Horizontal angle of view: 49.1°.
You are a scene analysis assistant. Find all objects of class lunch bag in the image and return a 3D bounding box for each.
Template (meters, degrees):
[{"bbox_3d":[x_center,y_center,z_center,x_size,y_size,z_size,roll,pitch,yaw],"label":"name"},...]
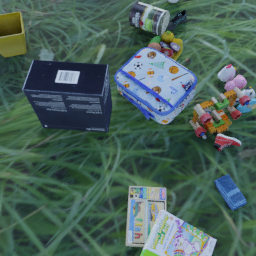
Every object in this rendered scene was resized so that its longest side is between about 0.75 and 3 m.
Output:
[{"bbox_3d":[0.997,-1.523,10.188,2.790,1.054,2.235,39,73,22],"label":"lunch bag"}]

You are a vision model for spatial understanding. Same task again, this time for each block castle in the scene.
[{"bbox_3d":[3.102,-0.446,9.456,1.878,1.255,0.881,-24,63,-13],"label":"block castle"}]

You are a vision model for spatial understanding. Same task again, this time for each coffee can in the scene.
[{"bbox_3d":[0.914,-4.721,12.082,1.444,1.057,1.057,27,62,20],"label":"coffee can"}]

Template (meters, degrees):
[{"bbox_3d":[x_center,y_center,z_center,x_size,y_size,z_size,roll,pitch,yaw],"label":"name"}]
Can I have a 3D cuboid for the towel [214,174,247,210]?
[{"bbox_3d":[3.140,1.952,8.590,0.579,0.252,1.038,-21,61,-13],"label":"towel"}]

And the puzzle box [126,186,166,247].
[{"bbox_3d":[0.553,2.584,8.225,1.154,0.220,1.734,3,59,1],"label":"puzzle box"}]

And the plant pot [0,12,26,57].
[{"bbox_3d":[-4.843,-3.708,11.442,1.377,1.214,1.377,-13,60,-8],"label":"plant pot"}]

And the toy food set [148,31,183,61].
[{"bbox_3d":[1.379,-3.202,11.400,1.363,0.757,2.317,26,62,15],"label":"toy food set"}]

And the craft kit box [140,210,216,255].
[{"bbox_3d":[1.295,3.374,7.487,1.702,0.418,1.723,27,62,5],"label":"craft kit box"}]

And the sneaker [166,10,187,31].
[{"bbox_3d":[2.132,-4.850,12.551,1.292,0.512,0.487,-39,68,-19],"label":"sneaker"}]

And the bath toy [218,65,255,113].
[{"bbox_3d":[4.088,-1.573,10.434,0.882,0.749,2.028,-13,59,-8],"label":"bath toy"}]

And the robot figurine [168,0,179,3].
[{"bbox_3d":[2.182,-6.561,13.433,0.733,0.883,1.175,26,54,-28],"label":"robot figurine"}]

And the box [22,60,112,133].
[{"bbox_3d":[-1.821,-0.979,9.222,2.408,2.193,1.254,5,59,3],"label":"box"}]

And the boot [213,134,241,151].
[{"bbox_3d":[3.318,0.588,9.399,0.832,0.301,0.600,18,61,20],"label":"boot"}]
